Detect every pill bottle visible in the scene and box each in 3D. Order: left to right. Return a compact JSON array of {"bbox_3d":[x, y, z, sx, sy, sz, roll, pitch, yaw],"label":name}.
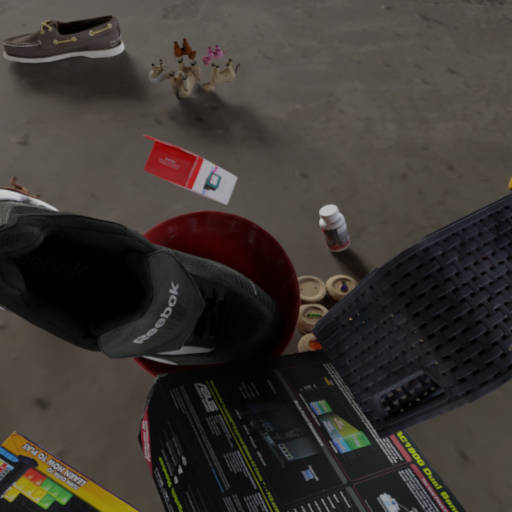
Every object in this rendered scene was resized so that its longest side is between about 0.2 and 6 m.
[{"bbox_3d":[1.194,-0.429,8.618,0.381,0.689,0.381,-15,36,11],"label":"pill bottle"}]

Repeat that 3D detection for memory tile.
[{"bbox_3d":[1.525,0.841,7.743,2.013,0.169,1.543,-1,44,-1],"label":"memory tile"}]

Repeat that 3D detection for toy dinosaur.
[{"bbox_3d":[-3.549,-0.794,8.689,0.458,1.068,0.723,-45,57,-8],"label":"toy dinosaur"}]

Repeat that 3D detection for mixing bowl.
[{"bbox_3d":[-0.606,0.664,6.977,2.169,1.175,2.169,2,69,-4],"label":"mixing bowl"}]

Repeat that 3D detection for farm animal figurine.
[{"bbox_3d":[-1.346,-3.966,12.291,1.525,0.795,1.508,32,65,20],"label":"farm animal figurine"}]

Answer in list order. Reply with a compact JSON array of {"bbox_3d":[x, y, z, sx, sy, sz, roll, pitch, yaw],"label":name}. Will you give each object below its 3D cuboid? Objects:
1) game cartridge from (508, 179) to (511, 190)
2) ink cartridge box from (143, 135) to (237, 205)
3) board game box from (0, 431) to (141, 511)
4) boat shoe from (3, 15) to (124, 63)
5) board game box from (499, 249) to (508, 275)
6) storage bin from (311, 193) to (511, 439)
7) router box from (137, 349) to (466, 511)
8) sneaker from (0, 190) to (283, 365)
[{"bbox_3d":[4.724,-1.240,9.952,0.410,0.067,0.362,21,49,21],"label":"game cartridge"},{"bbox_3d":[-1.030,-1.259,8.327,0.853,1.469,0.494,24,93,29],"label":"ink cartridge box"},{"bbox_3d":[-1.954,3.140,4.991,2.601,0.738,2.150,21,47,21],"label":"board game box"},{"bbox_3d":[-4.673,-5.248,13.471,2.829,0.842,1.016,-7,45,-7],"label":"boat shoe"},{"bbox_3d":[5.573,-0.703,9.003,2.743,0.571,4.055,23,49,19],"label":"board game box"},{"bbox_3d":[2.090,0.435,5.412,2.669,1.805,1.251,-22,72,-30],"label":"storage bin"},{"bbox_3d":[0.556,2.347,5.105,2.347,0.973,3.132,-3,41,-33],"label":"router box"},{"bbox_3d":[-1.028,0.472,5.433,3.790,1.259,1.715,23,-4,-34],"label":"sneaker"}]
